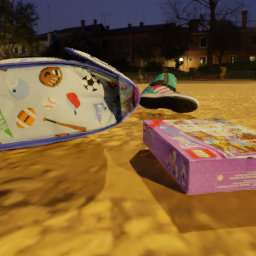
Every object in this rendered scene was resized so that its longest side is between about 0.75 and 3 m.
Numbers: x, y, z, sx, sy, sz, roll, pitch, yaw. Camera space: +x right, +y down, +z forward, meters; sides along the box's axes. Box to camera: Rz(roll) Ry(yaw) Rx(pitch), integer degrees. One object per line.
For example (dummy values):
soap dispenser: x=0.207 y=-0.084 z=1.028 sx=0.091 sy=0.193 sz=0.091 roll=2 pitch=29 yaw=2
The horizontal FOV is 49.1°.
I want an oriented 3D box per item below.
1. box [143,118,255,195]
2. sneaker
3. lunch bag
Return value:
box: x=1.202 y=0.272 z=4.192 sx=1.528 sy=0.437 sz=2.233 roll=-2 pitch=13 yaw=-9
sneaker: x=1.589 y=-1.300 z=10.071 sx=2.306 sy=0.964 sz=1.393 roll=10 pitch=57 yaw=34
lunch bag: x=-1.248 y=-0.676 z=5.555 sx=2.802 sy=1.735 sz=2.382 roll=-5 pitch=13 yaw=-3
